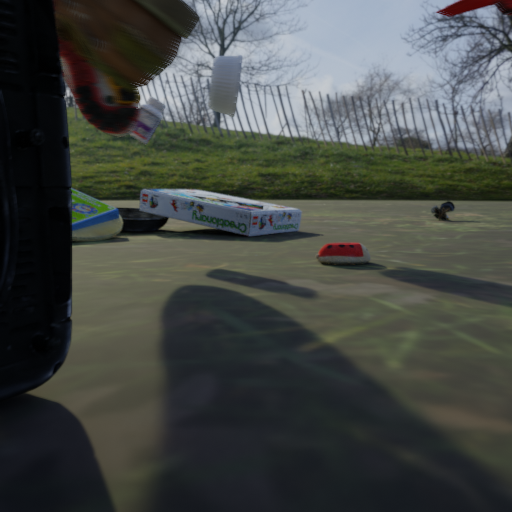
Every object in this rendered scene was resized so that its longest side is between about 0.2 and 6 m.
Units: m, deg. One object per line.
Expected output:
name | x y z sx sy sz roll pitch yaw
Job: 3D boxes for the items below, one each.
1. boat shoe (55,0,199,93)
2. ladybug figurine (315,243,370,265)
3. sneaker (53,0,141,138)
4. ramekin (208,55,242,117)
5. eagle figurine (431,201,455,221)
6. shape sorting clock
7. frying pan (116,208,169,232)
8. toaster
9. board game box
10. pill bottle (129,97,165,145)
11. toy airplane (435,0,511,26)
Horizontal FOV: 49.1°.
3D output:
boat shoe | -1.920 -2.895 6.634 1.194 1.128 3.319 27 13 -40
ladybug figurine | 1.156 -0.032 7.442 0.748 0.269 0.508 -2 7 -14
sneaker | -2.823 -3.279 8.983 1.196 3.073 1.262 -22 3 -9
ramekin | -0.660 -3.582 11.715 0.586 1.259 1.259 7 6 -6
eagle figurine | 5.853 -1.347 17.521 0.614 0.610 0.809 -8 13 29
shape sorting clock | -4.039 -0.881 11.222 2.708 0.531 2.708 15 23 -6
frying pan | -3.183 -0.801 12.637 1.925 0.518 3.183 8 12 18
toaster | -1.999 -0.484 2.180 1.578 2.405 2.660 3 8 34
board game box | -0.843 -1.056 12.974 3.219 0.557 2.032 15 14 33
pill bottle | -2.023 -2.514 10.360 0.449 0.805 0.449 32 2 -1
toy airplane | 3.771 -4.377 8.986 2.601 0.478 2.601 10 -6 1
